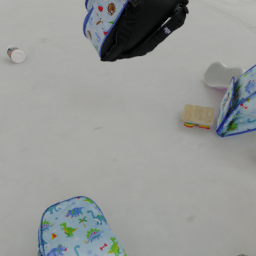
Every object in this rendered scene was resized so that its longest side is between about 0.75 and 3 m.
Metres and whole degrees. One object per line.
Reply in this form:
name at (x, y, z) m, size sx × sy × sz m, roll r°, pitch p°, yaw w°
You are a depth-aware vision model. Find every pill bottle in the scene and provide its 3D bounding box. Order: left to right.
pill bottle at (-5.001, -3.295, 12.409) m, size 0.583 × 0.583 × 1.002 m, roll -22°, pitch 40°, yaw -28°

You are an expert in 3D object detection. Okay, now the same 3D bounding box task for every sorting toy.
sorting toy at (2.094, -0.308, 8.406) m, size 0.906 × 0.317 × 0.911 m, roll 10°, pitch 37°, yaw 15°

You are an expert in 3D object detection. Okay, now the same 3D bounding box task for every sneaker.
sneaker at (3.726, -1.573, 9.919) m, size 1.447 × 0.920 × 2.538 m, roll 24°, pitch 15°, yaw -19°

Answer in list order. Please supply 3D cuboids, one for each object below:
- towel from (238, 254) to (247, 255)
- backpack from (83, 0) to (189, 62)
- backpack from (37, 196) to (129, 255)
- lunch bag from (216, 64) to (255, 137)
towel at (2.733, 3.101, 3.600) m, size 2.150 × 0.318 × 2.932 m, roll 3°, pitch 35°, yaw 3°
backpack at (-0.044, -1.762, 4.408) m, size 1.487 × 1.416 × 1.145 m, roll -13°, pitch 60°, yaw -46°
backpack at (-0.759, 2.005, 4.470) m, size 1.495 × 1.409 × 1.833 m, roll -17°, pitch 23°, yaw -17°
lunch bag at (3.431, -0.779, 7.856) m, size 1.352 × 2.121 × 1.804 m, roll 44°, pitch 37°, yaw -8°
